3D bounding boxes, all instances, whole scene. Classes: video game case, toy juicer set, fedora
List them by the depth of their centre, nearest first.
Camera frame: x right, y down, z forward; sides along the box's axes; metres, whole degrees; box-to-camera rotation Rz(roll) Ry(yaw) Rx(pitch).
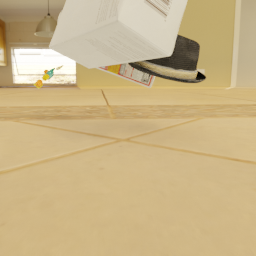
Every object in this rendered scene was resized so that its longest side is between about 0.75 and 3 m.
[{"bbox_3d":[0.948,-1.670,6.306,1.917,0.875,1.917,12,24,-5],"label":"fedora"},{"bbox_3d":[-0.335,-2.555,8.625,2.894,2.070,0.253,21,45,1],"label":"video game case"},{"bbox_3d":[-2.763,-1.878,9.653,1.261,0.343,0.802,-42,13,-5],"label":"toy juicer set"}]

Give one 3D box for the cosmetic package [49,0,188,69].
[{"bbox_3d":[-0.309,-2.181,5.396,1.179,1.639,2.905,22,-5,-34],"label":"cosmetic package"}]
